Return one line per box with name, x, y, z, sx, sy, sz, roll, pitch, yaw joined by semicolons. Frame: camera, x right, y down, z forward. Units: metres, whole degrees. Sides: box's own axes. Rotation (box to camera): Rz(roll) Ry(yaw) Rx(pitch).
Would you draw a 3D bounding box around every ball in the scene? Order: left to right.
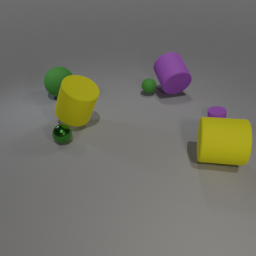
ball;-3.169;-2.131;12.981;1.400;1.400;1.400;0;32;0
ball;-2.353;0.206;10.021;0.700;0.700;0.700;0;32;0
ball;0.999;-2.024;13.395;0.700;0.700;0.700;0;32;0

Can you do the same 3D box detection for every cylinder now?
cylinder;-1.928;-1.016;10.517;1.400;1.400;1.400;15;44;-15
cylinder;2.055;-2.542;13.038;1.400;1.400;1.400;-9;56;-14
cylinder;3.468;-0.395;10.947;0.700;0.700;0.700;-6;31;3
cylinder;2.900;0.395;8.614;1.400;1.400;1.400;4;32;9
